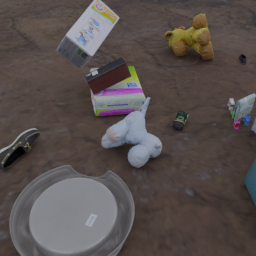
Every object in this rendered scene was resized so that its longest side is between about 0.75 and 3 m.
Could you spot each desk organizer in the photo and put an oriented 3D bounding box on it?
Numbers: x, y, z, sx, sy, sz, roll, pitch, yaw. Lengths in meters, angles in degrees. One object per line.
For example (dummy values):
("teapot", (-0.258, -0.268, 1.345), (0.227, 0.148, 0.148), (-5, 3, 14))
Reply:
("desk organizer", (-0.694, -1.798, 9.679), (1.512, 0.582, 0.542), (-26, 39, -2))

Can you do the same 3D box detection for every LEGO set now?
("LEGO set", (3.993, -0.623, 9.917), (0.568, 0.611, 1.489), (4, 40, 3))

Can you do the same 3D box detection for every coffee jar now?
("coffee jar", (1.811, -0.245, 9.685), (0.406, 0.332, 0.779), (16, 42, 16))

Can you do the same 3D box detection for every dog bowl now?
("dog bowl", (-1.229, 2.107, 6.545), (2.757, 0.808, 2.757), (0, 41, 0))

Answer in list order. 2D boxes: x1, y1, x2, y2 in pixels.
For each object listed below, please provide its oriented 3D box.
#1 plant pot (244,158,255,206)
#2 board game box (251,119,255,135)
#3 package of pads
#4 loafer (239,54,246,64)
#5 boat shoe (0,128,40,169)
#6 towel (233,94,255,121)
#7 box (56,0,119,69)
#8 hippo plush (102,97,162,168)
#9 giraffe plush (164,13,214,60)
("plant pot", (4.157, 1.780, 6.188), (1.885, 1.886, 2.668), (-1, 47, -1))
("board game box", (5.661, -0.232, 8.810), (2.728, 1.430, 1.405), (-10, 42, -10))
("package of pads", (-0.501, -1.464, 10.742), (1.893, 0.836, 2.451), (-5, 40, -8))
("loafer", (5.531, -3.358, 13.396), (0.325, 0.285, 0.904), (8, 41, 9))
("boat shoe", (-3.269, 0.636, 8.502), (0.486, 0.575, 1.613), (29, 55, 26))
("towel", (3.605, -0.644, 8.721), (0.679, 0.793, 0.191), (-26, 49, -19))
("box", (-1.419, -3.380, 10.048), (1.086, 1.205, 2.142), (37, 63, -18))
("hippo plush", (0.285, 0.378, 8.490), (1.850, 1.474, 1.488), (-38, 83, -17))
("giraffe plush", (2.856, -4.289, 13.444), (2.026, 2.156, 2.499), (-13, 50, 19))
